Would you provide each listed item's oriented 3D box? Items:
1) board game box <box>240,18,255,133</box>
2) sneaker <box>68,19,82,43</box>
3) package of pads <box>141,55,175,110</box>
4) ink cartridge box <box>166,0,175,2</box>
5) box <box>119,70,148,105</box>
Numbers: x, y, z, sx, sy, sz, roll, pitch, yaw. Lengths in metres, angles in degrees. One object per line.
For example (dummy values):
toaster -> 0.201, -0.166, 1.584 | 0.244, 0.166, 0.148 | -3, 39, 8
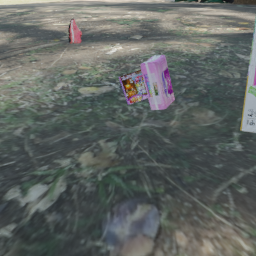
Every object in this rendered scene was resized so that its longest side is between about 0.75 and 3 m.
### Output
board game box -> 2.052, -1.319, 3.965 | 0.513, 2.015, 2.997 | 8, 20, 22
sneaker -> -1.778, -3.245, 9.486 | 0.438, 0.372, 1.009 | 4, 65, -22
package of pads -> 0.543, -0.821, 5.034 | 0.339, 0.897, 0.540 | -2, 25, 34
ink cartridge box -> 1.361, -4.741, 8.818 | 0.468, 1.119, 0.812 | 2, 58, -11
box -> 0.356, -1.012, 6.464 | 0.981, 0.671, 0.192 | -21, 7, -10
